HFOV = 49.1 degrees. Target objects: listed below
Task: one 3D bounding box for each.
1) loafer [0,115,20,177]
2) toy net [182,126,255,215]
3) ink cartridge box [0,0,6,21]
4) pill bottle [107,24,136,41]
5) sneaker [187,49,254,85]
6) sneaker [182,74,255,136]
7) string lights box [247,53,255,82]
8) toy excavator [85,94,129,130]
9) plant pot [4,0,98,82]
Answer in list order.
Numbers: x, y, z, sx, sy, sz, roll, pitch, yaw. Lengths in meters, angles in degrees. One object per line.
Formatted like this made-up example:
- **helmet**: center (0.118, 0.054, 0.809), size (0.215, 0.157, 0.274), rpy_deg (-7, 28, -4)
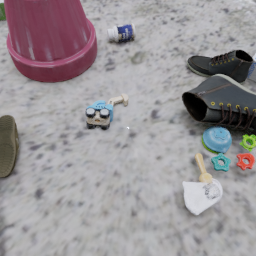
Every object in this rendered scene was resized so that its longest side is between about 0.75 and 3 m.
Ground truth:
- **loafer**: center (-3.012, 0.466, 7.055), size (0.599, 0.531, 1.574), rpy_deg (1, 73, 1)
- **toy net**: center (2.153, 1.037, 6.720), size (1.344, 0.495, 2.561), rpy_deg (26, 62, 13)
- **ink cartridge box**: center (-4.781, -4.572, 10.183), size (2.440, 0.723, 1.267), rpy_deg (-10, 57, -6)
- **pill bottle**: center (-0.226, -3.194, 9.423), size (0.906, 0.503, 0.503), rpy_deg (-11, 58, -7)
- **sneaker**: center (2.729, -2.019, 8.368), size (1.853, 0.984, 0.693), rpy_deg (20, 59, 12)
- **sneaker**: center (2.800, -0.231, 6.985), size (1.562, 1.100, 2.941), rpy_deg (-27, 50, -35)
- **string lights box**: center (5.022, -1.603, 8.193), size (2.680, 0.790, 1.377), rpy_deg (31, 65, 19)
- **toy excavator**: center (-0.573, -0.556, 7.730), size (1.124, 0.577, 1.156), rpy_deg (4, 48, 1)
- **plant pot**: center (-2.380, -3.166, 8.236), size (2.766, 2.476, 2.766), rpy_deg (0, 56, 0)
